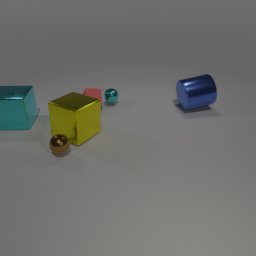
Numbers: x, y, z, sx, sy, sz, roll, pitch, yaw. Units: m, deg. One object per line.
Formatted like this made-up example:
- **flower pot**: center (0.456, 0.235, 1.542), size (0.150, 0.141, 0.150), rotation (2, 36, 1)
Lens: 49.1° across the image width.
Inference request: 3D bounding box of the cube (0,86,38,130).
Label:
- **cube**: center (-4.682, -0.849, 11.550), size (1.400, 1.400, 1.400), rotation (-1, 30, -1)

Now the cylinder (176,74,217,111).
- **cylinder**: center (3.078, -1.622, 12.716), size (1.400, 1.400, 1.400), rotation (-14, 31, -7)

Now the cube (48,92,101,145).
- **cube**: center (-1.998, -0.405, 10.678), size (1.400, 1.400, 1.400), rotation (18, 31, 26)

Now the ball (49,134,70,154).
- **ball**: center (-2.354, 0.554, 9.631), size (0.700, 0.700, 0.700), rotation (0, 30, 0)

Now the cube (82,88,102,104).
- **cube**: center (-1.617, -1.336, 12.573), size (0.700, 0.700, 0.700), rotation (0, -14, -23)

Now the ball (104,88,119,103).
- **ball**: center (-0.789, -1.522, 13.207), size (0.700, 0.700, 0.700), rotation (0, 30, 0)
